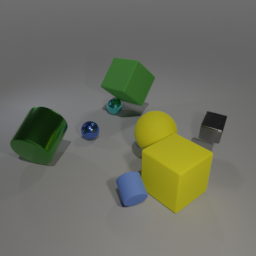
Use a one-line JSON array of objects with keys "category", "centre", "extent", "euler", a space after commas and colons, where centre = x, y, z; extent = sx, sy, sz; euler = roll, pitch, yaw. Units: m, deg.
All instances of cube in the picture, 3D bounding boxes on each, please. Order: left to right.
[{"category": "cube", "centre": [0.009, -1.934, 11.706], "extent": [1.400, 1.400, 1.400], "euler": [20, -8, 41]}, {"category": "cube", "centre": [1.343, 1.221, 7.954], "extent": [1.400, 1.400, 1.400], "euler": [-24, 38, -34]}, {"category": "cube", "centre": [2.798, -0.023, 9.267], "extent": [0.700, 0.700, 0.700], "euler": [17, 54, 18]}]

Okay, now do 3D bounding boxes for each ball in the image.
[{"category": "ball", "centre": [-1.434, 0.083, 10.604], "extent": [0.700, 0.700, 0.700], "euler": [0, 30, 0]}, {"category": "ball", "centre": [-0.592, -0.960, 12.375], "extent": [0.700, 0.700, 0.700], "euler": [0, 30, 0]}, {"category": "ball", "centre": [0.908, 0.138, 9.180], "extent": [1.400, 1.400, 1.400], "euler": [0, 30, 0]}]

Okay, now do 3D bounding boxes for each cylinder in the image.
[{"category": "cylinder", "centre": [-2.890, 0.249, 9.220], "extent": [1.400, 1.400, 1.400], "euler": [9, 54, 14]}, {"category": "cylinder", "centre": [0.102, 1.656, 7.646], "extent": [0.700, 0.700, 0.700], "euler": [-10, 54, -17]}]
